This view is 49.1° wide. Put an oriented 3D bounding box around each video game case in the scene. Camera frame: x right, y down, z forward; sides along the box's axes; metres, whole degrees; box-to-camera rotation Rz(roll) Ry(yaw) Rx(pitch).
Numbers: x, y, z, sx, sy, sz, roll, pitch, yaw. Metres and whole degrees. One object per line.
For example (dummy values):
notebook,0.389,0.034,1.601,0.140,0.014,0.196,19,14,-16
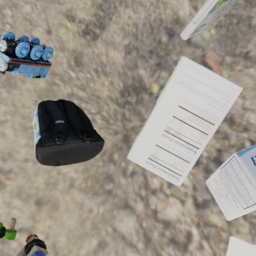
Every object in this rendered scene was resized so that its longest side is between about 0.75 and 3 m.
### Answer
video game case,1.969,-2.632,5.639,0.193,1.596,1.750,48,53,5

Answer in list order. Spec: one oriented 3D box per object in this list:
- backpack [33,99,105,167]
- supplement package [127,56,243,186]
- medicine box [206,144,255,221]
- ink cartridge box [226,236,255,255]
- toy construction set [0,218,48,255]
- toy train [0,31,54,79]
backpack,-1.322,0.038,5.560,1.278,1.205,1.567,-6,51,-27
supplement package,0.931,-0.162,4.946,1.049,1.089,1.915,29,107,2
medicine box,2.073,0.688,4.177,1.314,1.443,0.743,-21,67,-11
ink cartridge box,2.705,2.644,4.794,1.932,0.655,1.112,14,98,38
toy construction set,-2.063,2.597,4.380,2.043,1.704,1.570,13,88,32
toy train,-2.337,-1.597,6.359,0.672,1.551,0.886,36,110,13
